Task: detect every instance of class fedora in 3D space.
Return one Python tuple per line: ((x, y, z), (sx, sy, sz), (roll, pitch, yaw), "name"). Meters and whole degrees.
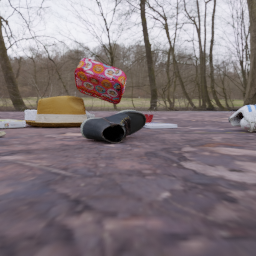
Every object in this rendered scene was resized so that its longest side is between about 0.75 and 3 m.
((-2.666, -0.675, 11.263), (2.929, 1.194, 2.929), (1, 4, 0), "fedora")

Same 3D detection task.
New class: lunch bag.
((-1.118, -1.796, 11.382), (2.035, 0.834, 1.793), (19, -29, 4), "lunch bag")

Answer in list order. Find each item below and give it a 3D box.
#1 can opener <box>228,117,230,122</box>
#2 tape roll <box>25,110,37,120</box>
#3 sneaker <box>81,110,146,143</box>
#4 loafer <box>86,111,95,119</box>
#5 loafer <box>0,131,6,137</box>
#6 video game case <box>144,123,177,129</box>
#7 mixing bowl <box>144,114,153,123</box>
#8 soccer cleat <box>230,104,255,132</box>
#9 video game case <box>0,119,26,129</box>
((5.468, -0.401, 13.833), (0.999, 0.267, 0.334), (4, 7, 34), "can opener")
((-3.936, -0.535, 13.178), (1.731, 0.605, 1.731), (1, 5, 0), "tape roll")
((-0.093, 0.016, 6.473), (1.784, 0.667, 0.947), (-14, 17, -35), "sneaker")
((-2.556, -0.752, 15.371), (0.727, 0.726, 2.081), (-4, 6, -44), "loafer")
((-3.496, 0.102, 7.054), (0.791, 0.270, 0.299), (-1, 4, -8), "loafer")
((1.086, -0.100, 10.708), (1.045, 0.132, 1.460), (-2, 5, -17), "video game case")
((0.662, -0.338, 11.636), (0.802, 0.434, 0.802), (0, -1, 0), "mixing bowl")
((4.029, -0.161, 8.243), (1.056, 0.854, 2.446), (-25, 13, -12), "soccer cleat")
((-5.328, -0.144, 10.397), (2.244, 0.282, 2.465), (-3, 5, -38), "video game case")
